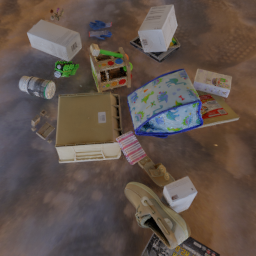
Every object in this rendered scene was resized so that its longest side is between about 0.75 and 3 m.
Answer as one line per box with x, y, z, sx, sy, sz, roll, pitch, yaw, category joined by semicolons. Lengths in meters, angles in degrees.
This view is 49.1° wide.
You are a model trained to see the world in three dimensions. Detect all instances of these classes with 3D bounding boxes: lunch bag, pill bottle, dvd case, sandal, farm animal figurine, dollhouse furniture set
1.329;-0.841;10.811;2.570;1.637;2.185;-15;43;3;lunch bag
-4.106;-1.866;12.688;1.438;0.813;0.813;16;57;11;pill bottle
1.388;-4.362;14.730;2.120;0.262;1.593;39;63;22;dvd case
1.044;1.540;10.503;0.659;0.592;1.798;-40;64;-23;sandal
-4.064;-6.512;16.141;0.793;0.413;0.784;-5;68;-12;farm animal figurine
-3.450;-0.020;11.822;1.182;0.577;1.008;39;63;-3;dollhouse furniture set

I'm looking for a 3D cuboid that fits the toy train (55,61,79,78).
-2.738;-2.601;12.452;0.503;0.680;2.411;26;15;-1;toy train

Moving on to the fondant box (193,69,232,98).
3.885;-2.092;12.930;1.614;0.470;1.164;15;45;11;fondant box

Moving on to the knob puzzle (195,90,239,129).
3.068;-0.973;12.288;2.941;0.408;2.941;4;43;-4;knob puzzle

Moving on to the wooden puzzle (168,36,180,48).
2.151;-4.467;14.555;0.922;0.172;0.853;-14;57;-10;wooden puzzle

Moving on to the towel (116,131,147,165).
0.139;0.683;10.034;0.809;0.165;1.106;-28;86;-40;towel

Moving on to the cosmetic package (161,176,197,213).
1.627;2.315;9.280;0.882;1.736;0.643;-19;58;-13;cosmetic package

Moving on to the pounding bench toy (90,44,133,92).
-0.712;-2.885;12.547;1.716;2.200;1.366;-15;57;-9;pounding bench toy

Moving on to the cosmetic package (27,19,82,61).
-3.746;-4.523;14.374;2.397;1.017;1.290;24;60;16;cosmetic package

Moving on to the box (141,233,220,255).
1.553;4.164;8.761;2.104;0.508;1.666;28;60;18;box

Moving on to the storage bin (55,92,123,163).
-1.535;-0.085;11.264;2.541;1.199;2.559;-4;55;-3;storage bin

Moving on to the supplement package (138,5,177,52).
1.548;-5.008;14.088;1.224;1.271;2.235;5;52;26;supplement package

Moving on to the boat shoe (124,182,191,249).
0.686;2.742;9.073;0.909;1.010;2.799;-28;41;-29;boat shoe

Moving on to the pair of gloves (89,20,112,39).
-1.531;-5.476;15.540;1.303;0.185;1.620;-1;55;0;pair of gloves
